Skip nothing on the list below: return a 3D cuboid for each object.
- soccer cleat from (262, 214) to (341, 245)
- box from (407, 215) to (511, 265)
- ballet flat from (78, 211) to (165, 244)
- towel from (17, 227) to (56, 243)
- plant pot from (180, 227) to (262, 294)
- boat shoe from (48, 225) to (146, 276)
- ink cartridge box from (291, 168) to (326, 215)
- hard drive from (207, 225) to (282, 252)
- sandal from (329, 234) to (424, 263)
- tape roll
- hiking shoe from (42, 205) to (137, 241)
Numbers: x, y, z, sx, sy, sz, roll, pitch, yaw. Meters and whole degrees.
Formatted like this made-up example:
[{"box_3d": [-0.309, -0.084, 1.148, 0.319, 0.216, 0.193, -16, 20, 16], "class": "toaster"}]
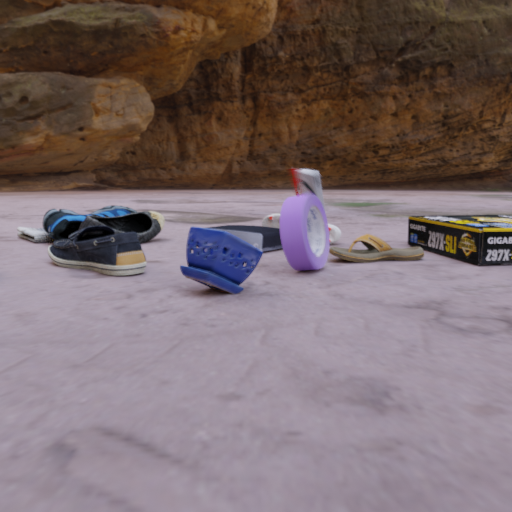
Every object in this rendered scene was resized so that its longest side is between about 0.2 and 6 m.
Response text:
[{"box_3d": [1.066, -0.585, 13.203, 1.902, 0.659, 0.738, 11, 7, 21], "class": "soccer cleat"}, {"box_3d": [4.818, -0.391, 11.448, 2.381, 0.736, 2.981, -3, 9, -9], "class": "box"}, {"box_3d": [-2.939, -0.686, 12.778, 0.818, 0.700, 2.463, 41, 31, 19], "class": "ballet flat"}, {"box_3d": [-4.990, -0.587, 14.098, 1.677, 0.301, 1.741, -7, 10, -37], "class": "towel"}, {"box_3d": [-0.524, 0.083, 7.767, 0.800, 0.719, 0.800, 11, -13, 46], "class": "plant pot"}, {"box_3d": [-2.808, -0.159, 9.771, 2.468, 0.768, 0.921, 6, 12, 43], "class": "boat shoe"}, {"box_3d": [1.020, -1.319, 11.620, 0.210, 0.966, 0.839, -29, 29, -31], "class": "ink cartridge box"}, {"box_3d": [-0.304, -0.409, 12.448, 2.049, 0.434, 1.382, 7, 11, 39], "class": "hard drive"}, {"box_3d": [2.278, -0.171, 10.637, 1.887, 0.510, 0.758, -1, 9, -9], "class": "sandal"}, {"box_3d": [0.832, -0.391, 9.417, 0.412, 1.254, 1.254, -7, 5, 26], "class": "tape roll"}, {"box_3d": [-3.758, -0.613, 13.222, 2.342, 0.871, 1.016, -7, 31, -29], "class": "hiking shoe"}]
